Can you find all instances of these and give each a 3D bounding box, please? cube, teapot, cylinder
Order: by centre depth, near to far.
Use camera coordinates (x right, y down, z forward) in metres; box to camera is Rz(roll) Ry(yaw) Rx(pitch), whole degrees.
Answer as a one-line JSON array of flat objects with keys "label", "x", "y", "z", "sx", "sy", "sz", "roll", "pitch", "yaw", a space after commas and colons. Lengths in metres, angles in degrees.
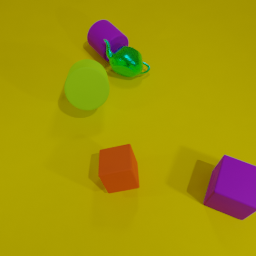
[{"label": "cube", "x": 2.680, "y": 1.519, "z": 7.109, "sx": 1.070, "sy": 1.070, "sz": 1.070, "roll": 21, "pitch": 60, "yaw": 11}, {"label": "cube", "x": -0.227, "y": 1.055, "z": 7.249, "sx": 0.849, "sy": 0.849, "sz": 0.849, "roll": -12, "pitch": 43, "yaw": 9}, {"label": "cylinder", "x": -1.201, "y": -1.308, "z": 8.306, "sx": 1.252, "sy": 1.252, "sz": 1.252, "roll": -7, "pitch": 24, "yaw": -4}, {"label": "teapot", "x": -0.067, "y": -2.292, "z": 9.307, "sx": 1.853, "sy": 1.152, "sz": 0.907, "roll": 22, "pitch": 78, "yaw": -21}, {"label": "cylinder", "x": -0.712, "y": -3.056, "z": 9.858, "sx": 1.080, "sy": 1.080, "sz": 1.080, "roll": -33, "pitch": 62, "yaw": -18}]
